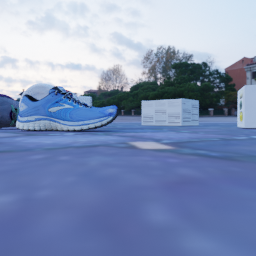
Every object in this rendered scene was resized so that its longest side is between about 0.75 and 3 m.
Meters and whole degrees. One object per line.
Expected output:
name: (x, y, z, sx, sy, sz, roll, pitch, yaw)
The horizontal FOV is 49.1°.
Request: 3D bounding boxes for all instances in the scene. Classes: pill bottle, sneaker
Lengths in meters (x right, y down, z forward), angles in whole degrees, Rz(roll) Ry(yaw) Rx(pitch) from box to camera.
pill bottle: (-1.719, -0.480, 6.754, 1.001, 1.001, 1.783, 0, 1, 9)
sneaker: (-1.144, -0.373, 5.265, 1.957, 0.873, 0.769, 1, 2, 3)
sneaker: (-2.619, -0.366, 6.886, 0.984, 0.837, 2.249, 5, 1, 5)

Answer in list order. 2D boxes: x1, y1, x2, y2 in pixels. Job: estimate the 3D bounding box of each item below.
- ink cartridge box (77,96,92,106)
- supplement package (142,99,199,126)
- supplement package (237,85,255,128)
ink cartridge box: (-2.480, -0.581, 10.185, 1.783, 1.038, 2.466, -1, 1, -24)
supplement package: (1.739, -0.617, 11.530, 1.890, 1.048, 1.472, 2, 2, 40)
supplement package: (3.474, -0.529, 7.262, 1.059, 1.067, 1.406, 0, 1, 15)
